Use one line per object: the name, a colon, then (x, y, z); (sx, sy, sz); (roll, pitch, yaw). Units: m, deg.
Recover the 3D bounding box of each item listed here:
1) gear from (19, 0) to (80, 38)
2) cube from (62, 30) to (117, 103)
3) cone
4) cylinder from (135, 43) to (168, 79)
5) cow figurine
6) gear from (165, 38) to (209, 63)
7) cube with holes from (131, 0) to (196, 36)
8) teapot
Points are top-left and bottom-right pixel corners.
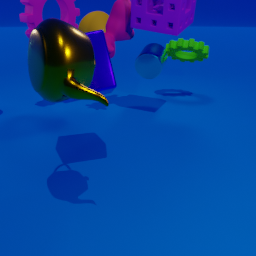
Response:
gear: (-2.263, -3.370, 8.338); (0.362, 1.959, 1.959); (21, 29, 30)
cube: (-0.855, -1.083, 5.190); (1.014, 1.014, 1.014); (-14, 4, -8)
cone: (-1.032, -3.539, 11.028); (1.472, 1.472, 1.477); (-11, 52, -25)
cylinder: (0.757, -2.163, 9.033); (0.883, 0.883, 0.883); (7, 39, 18)
cow figurine: (-0.388, -2.945, 8.240); (0.946, 1.724, 1.697); (32, 34, 13)
gear: (2.155, -2.809, 10.253); (1.556, 0.288, 1.556); (9, -5, 1)
cube with holes: (0.993, -3.467, 7.547); (1.362, 1.362, 1.362); (18, 40, 22)
teapot: (-0.720, -0.747, 3.304); (0.747, 0.948, 1.525); (-6, 47, -33)
